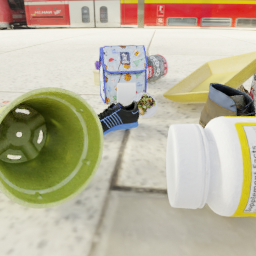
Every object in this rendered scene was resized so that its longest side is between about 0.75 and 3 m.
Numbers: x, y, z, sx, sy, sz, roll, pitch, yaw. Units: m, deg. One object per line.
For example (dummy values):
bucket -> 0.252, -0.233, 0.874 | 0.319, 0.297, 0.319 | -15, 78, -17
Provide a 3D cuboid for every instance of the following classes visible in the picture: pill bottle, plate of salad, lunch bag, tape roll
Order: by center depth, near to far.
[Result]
pill bottle -> 2.193, 0.630, 4.733 | 2.952, 1.687, 1.687 | 0, 24, 2
plate of salad -> 0.537, -0.757, 9.033 | 0.873, 0.873, 0.210 | -5, -15, -12
tape roll -> -0.047, -1.085, 9.577 | 0.626, 0.912, 0.912 | 0, 24, 1
lunch bag -> -0.197, -2.016, 10.312 | 1.714, 2.016, 1.248 | -5, 24, -14
pill bottle -> 0.771, -2.672, 12.820 | 2.106, 1.199, 1.199 | -22, 32, -40

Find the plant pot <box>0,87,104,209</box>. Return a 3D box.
plant pot -> -1.884, 0.242, 5.535 | 2.100, 2.100, 1.931 | -19, 19, -36

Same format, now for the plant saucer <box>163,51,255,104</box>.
plant saucer -> 2.984, -1.618, 9.743 | 2.696, 0.653, 2.695 | -37, 19, -21

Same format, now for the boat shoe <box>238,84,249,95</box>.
boat shoe -> 4.120, -1.372, 10.610 | 0.862, 0.811, 2.262 | 20, 35, 10

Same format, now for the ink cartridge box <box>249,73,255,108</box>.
ink cartridge box -> 4.929, -1.788, 9.429 | 0.983, 2.296, 1.695 | 5, 23, 8

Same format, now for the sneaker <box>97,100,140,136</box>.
sneaker -> -0.556, -0.296, 7.936 | 1.978, 0.770, 0.694 | -14, 28, -29

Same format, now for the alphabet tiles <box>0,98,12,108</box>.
alphabet tiles -> -5.118, -0.568, 9.306 | 2.412, 0.176, 2.359 | 9, 26, 19

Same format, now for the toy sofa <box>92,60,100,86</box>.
toy sofa -> -0.542, -2.656, 12.965 | 0.918, 1.082, 2.217 | 18, 29, 35

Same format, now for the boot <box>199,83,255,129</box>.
boot -> 2.636, -0.111, 6.737 | 1.071, 1.390, 2.868 | -9, 25, -19
